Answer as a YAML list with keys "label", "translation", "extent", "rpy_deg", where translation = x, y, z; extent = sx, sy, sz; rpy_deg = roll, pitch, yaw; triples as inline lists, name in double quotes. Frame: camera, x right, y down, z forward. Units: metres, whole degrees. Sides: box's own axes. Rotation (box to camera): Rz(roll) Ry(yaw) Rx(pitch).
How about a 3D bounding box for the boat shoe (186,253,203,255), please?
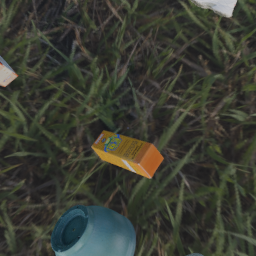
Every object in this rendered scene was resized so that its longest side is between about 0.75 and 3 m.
- label: "boat shoe"
  translation: [1.075, 3.410, 5.904]
  extent: [1.773, 0.619, 0.631]
  rpy_deg: [-46, 119, 0]

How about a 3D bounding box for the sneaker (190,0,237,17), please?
- label: "sneaker"
  translation: [1.962, -3.122, 6.565]
  extent: [1.288, 0.502, 0.640]
  rpy_deg: [30, 106, 11]

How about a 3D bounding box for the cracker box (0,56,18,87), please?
- label: "cracker box"
  translation: [-2.876, -1.429, 5.608]
  extent: [0.443, 1.537, 1.029]
  rpy_deg: [-42, 97, -5]

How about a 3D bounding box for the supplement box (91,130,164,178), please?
- label: "supplement box"
  translation: [-0.050, 0.392, 4.511]
  extent: [1.229, 0.423, 0.409]
  rpy_deg: [11, 59, 49]

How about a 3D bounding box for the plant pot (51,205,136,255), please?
- label: "plant pot"
  translation: [-0.790, 2.146, 5.400]
  extent: [1.575, 1.575, 1.055]
  rpy_deg: [-48, 121, -11]
